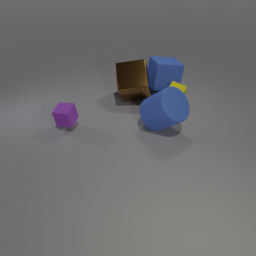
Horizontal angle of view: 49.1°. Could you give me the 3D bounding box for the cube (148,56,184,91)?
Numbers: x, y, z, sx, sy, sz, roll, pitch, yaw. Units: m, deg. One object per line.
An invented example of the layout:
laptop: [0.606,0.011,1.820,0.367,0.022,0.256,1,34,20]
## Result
cube: [1.853,-2.786,14.331,1.400,1.400,1.400,0,28,-15]

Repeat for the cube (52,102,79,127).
cube: [-2.484,-0.532,11.143,0.700,0.700,0.700,4,43,17]

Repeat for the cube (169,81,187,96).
cube: [2.142,-1.534,12.551,0.700,0.700,0.700,27,69,18]

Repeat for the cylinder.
cylinder: [1.406,-0.717,10.846,1.400,1.400,1.400,-27,2,-38]

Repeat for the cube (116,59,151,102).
cube: [0.267,-2.202,13.154,1.400,1.400,1.400,-6,73,8]
